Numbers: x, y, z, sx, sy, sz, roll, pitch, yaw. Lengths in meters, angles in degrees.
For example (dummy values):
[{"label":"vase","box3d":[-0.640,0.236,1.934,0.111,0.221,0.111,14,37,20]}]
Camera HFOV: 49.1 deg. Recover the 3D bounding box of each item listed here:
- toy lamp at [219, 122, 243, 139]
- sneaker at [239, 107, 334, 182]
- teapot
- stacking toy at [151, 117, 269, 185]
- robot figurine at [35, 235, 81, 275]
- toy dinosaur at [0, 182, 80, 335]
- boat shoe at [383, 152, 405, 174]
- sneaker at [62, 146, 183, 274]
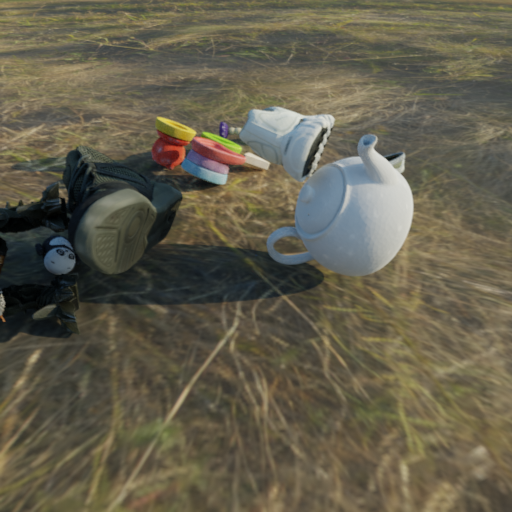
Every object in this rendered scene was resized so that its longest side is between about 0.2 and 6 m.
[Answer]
[{"label":"toy lamp","box3d":[-0.002,-3.303,14.963,1.938,0.564,0.564,1,31,4]},{"label":"sneaker","box3d":[0.565,-2.004,9.425,1.256,1.164,3.099,22,12,6]},{"label":"teapot","box3d":[1.297,-0.705,8.900,1.523,2.086,2.059,18,-1,-29]},{"label":"stacking toy","box3d":[-1.162,-2.246,13.316,2.255,1.052,2.491,6,23,-45]},{"label":"robot figurine","box3d":[-3.395,-0.036,9.608,0.630,0.523,0.838,-20,36,-15]},{"label":"toy dinosaur","box3d":[-4.060,0.041,7.969,2.767,2.082,4.077,-8,31,-13]},{"label":"boat shoe","box3d":[2.781,-2.127,13.081,1.466,0.470,0.540,-7,32,-11]},{"label":"sneaker","box3d":[-2.418,-0.752,8.470,1.906,1.272,3.328,23,16,0]}]
